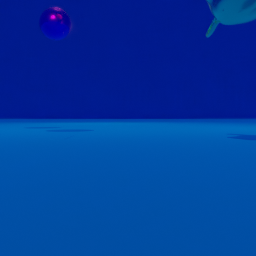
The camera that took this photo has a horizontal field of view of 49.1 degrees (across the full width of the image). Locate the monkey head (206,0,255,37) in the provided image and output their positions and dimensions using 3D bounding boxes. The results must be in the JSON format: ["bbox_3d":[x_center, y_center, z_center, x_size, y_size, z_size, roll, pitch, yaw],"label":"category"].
[{"bbox_3d":[2.026,-2.561,4.967,1.180,1.408,1.957,42,-45,-22],"label":"monkey head"}]

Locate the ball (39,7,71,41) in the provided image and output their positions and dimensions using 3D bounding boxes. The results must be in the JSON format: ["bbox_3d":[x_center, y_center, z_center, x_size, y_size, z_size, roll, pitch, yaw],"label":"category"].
[{"bbox_3d":[-2.432,-3.480,9.389,1.052,1.052,1.052,0,2,0],"label":"ball"}]
